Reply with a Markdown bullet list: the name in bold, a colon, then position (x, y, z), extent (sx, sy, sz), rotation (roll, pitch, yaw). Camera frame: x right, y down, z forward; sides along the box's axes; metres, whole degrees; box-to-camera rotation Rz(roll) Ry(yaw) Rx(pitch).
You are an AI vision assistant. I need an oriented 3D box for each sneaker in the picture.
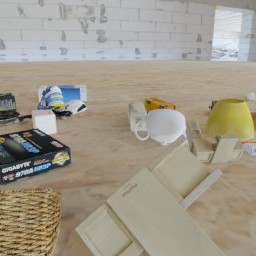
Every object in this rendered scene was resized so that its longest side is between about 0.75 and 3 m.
- **sneaker**: position (-3.305, -1.213, 11.917), extent (0.776, 0.863, 2.099), rotation (-10, 1, -37)

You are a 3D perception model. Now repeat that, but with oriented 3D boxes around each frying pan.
- **frying pan**: position (-4.360, -0.415, 10.641), extent (2.426, 0.395, 1.468), rotation (-3, 18, -16)

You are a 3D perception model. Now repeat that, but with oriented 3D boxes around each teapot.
- **teapot**: position (1.059, 0.045, 8.335), extent (1.292, 0.944, 1.275), rotation (-7, -22, 43)

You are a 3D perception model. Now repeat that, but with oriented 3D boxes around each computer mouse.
- **computer mouse**: position (-2.517, -0.867, 11.912), extent (1.203, 0.481, 2.193), rotation (5, 18, 20)

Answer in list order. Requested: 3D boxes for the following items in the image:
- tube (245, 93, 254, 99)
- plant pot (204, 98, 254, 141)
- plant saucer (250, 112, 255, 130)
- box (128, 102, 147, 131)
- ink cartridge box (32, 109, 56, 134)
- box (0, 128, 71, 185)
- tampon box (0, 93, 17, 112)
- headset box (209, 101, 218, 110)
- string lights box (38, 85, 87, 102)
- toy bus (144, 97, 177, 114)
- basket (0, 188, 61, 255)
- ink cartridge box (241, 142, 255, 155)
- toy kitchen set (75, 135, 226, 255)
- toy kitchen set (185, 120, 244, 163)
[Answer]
- **tube**: position (6.621, -1.801, 15.241), extent (0.382, 0.342, 1.318), rotation (44, 23, 8)
- **plant pot**: position (3.346, -0.355, 9.196), extent (1.577, 1.119, 1.577), rotation (0, 18, 0)
- **plant saucer**: position (5.031, -0.263, 10.222), extent (1.826, 0.342, 1.826), rotation (0, 18, 0)
- **box**: position (0.329, -0.450, 10.250), extent (0.577, 0.694, 1.689), rotation (-2, 16, -3)
- **ink cartridge box**: position (-2.849, -0.212, 9.492), extent (0.671, 0.659, 0.911), rotation (-8, 19, -23)
- **box**: position (-2.692, 0.610, 7.131), extent (1.691, 0.489, 2.128), rotation (-13, 22, -36)
- **tampon box**: position (-5.550, -1.061, 12.098), extent (1.178, 0.744, 0.883), rotation (-11, 20, -31)
- **headset box**: position (4.032, -0.788, 11.615), extent (1.324, 0.511, 0.985), rotation (5, 18, 11)
- **string lights box**: position (-3.379, -1.836, 14.649), extent (2.365, 0.697, 1.215), rotation (-3, 17, -9)
- **toy bus**: position (1.284, -0.729, 11.193), extent (0.795, 0.661, 2.030), rotation (-6, 18, -22)
- **basket**: position (-1.802, 1.499, 4.374), extent (1.419, 1.057, 1.013), rotation (-1, -15, -3)
- **ink cartridge box**: position (3.700, 0.480, 8.010), extent (0.825, 0.290, 1.015), rotation (-1, 21, -2)
- **toy kitchen set**: position (0.581, 1.511, 4.242), extent (1.930, 1.741, 1.575), rotation (-39, 72, -13)
- **toy kitchen set**: position (2.195, 0.174, 7.046), extent (1.182, 0.964, 1.066), rotation (-3, 50, -3)
